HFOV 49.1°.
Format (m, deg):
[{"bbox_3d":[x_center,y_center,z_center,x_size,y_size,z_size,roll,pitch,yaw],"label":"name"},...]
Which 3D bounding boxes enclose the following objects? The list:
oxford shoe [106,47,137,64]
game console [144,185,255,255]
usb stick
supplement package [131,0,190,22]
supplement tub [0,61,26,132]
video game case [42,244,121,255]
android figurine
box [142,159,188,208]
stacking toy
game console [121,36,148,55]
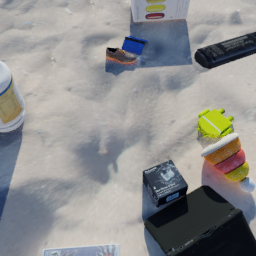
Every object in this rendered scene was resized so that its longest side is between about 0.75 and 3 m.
[{"bbox_3d":[-0.300,-3.022,11.560,1.333,0.486,0.475,11,57,7],"label":"oxford shoe"},{"bbox_3d":[1.999,3.021,7.681,2.344,1.364,2.062,-26,90,-16],"label":"game console"},{"bbox_3d":[2.675,-1.949,6.869,2.330,0.380,0.646,-21,58,-21],"label":"usb stick"},{"bbox_3d":[1.445,-5.979,12.957,2.545,1.448,1.394,-6,55,-3],"label":"supplement package"},{"bbox_3d":[-4.341,-0.990,9.187,1.567,2.166,1.567,1,56,-1],"label":"supplement tub"},{"bbox_3d":[-1.166,4.130,6.914,2.065,0.260,2.267,-3,56,-3],"label":"video game case"},{"bbox_3d":[3.006,-0.154,9.767,1.383,0.284,1.259,-34,63,-21],"label":"android figurine"},{"bbox_3d":[1.083,1.634,8.329,1.007,0.601,1.024,-20,51,-13],"label":"box"},{"bbox_3d":[3.205,1.176,8.554,1.319,1.319,1.806,-26,79,-17],"label":"stacking toy"},{"bbox_3d":[0.294,-3.616,12.200,0.939,0.555,0.801,19,27,12],"label":"game console"}]
